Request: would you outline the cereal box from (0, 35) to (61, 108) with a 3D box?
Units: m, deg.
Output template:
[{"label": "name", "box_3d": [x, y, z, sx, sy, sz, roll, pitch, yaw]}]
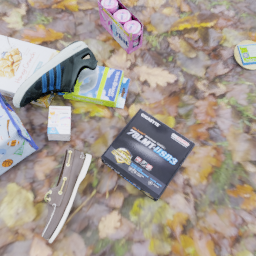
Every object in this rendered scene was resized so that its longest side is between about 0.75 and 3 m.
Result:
[{"label": "cereal box", "box_3d": [-3.745, -2.044, 9.835, 2.876, 0.568, 2.069, 16, 69, 7]}]

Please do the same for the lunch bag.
[{"label": "lunch bag", "box_3d": [-4.343, 0.130, 8.489, 2.115, 1.541, 2.488, -34, 56, -12]}]

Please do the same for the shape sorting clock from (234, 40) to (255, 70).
[{"label": "shape sorting clock", "box_3d": [4.474, -2.675, 10.281, 1.200, 0.235, 1.200, 2, 70, -4]}]

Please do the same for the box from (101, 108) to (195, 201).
[{"label": "box", "box_3d": [0.624, 0.775, 8.726, 2.150, 0.534, 2.134, 35, 73, 13]}]

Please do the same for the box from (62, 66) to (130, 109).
[{"label": "box", "box_3d": [-1.076, -1.485, 9.660, 2.119, 0.505, 1.292, 11, 69, 5]}]

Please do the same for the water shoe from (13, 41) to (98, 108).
[{"label": "water shoe", "box_3d": [-2.189, -1.408, 8.583, 2.899, 1.036, 1.144, -41, 99, 0]}]

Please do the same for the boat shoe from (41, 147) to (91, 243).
[{"label": "boat shoe", "box_3d": [-1.879, 1.822, 7.960, 0.790, 0.953, 2.654, 26, 65, -12]}]

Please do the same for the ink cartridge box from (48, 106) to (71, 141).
[{"label": "ink cartridge box", "box_3d": [-2.182, -0.204, 8.952, 0.686, 0.669, 1.068, 1, 69, -11]}]

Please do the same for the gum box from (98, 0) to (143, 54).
[{"label": "gum box", "box_3d": [-0.240, -3.769, 10.246, 0.658, 1.129, 1.989, -35, 72, -13]}]
